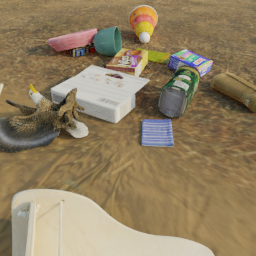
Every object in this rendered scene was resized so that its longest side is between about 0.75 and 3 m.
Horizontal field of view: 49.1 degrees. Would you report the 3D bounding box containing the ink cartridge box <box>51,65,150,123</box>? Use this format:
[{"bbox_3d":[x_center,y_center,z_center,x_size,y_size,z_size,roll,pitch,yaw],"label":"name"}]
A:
[{"bbox_3d":[-0.776,-1.098,8.371,2.264,0.506,1.995,19,39,25],"label":"ink cartridge box"}]

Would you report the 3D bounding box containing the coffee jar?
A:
[{"bbox_3d":[1.496,-1.100,7.962,0.779,0.952,1.826,20,36,15],"label":"coffee jar"}]

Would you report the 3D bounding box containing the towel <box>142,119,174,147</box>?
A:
[{"bbox_3d":[0.732,0.093,6.987,0.778,0.128,1.074,1,35,3],"label":"towel"}]

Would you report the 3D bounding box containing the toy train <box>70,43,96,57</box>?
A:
[{"bbox_3d":[-1.555,-3.354,11.847,1.989,0.339,0.456,-27,54,-34],"label":"toy train"}]

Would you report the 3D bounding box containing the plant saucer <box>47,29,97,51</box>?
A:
[{"bbox_3d":[-2.290,-3.674,11.740,2.101,0.532,2.101,-12,21,5],"label":"plant saucer"}]

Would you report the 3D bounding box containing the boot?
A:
[{"bbox_3d":[3.716,-1.236,8.513,1.605,0.606,1.833,-13,36,-19],"label":"boot"}]

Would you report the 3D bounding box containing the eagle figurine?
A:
[{"bbox_3d":[-2.132,-0.289,6.790,2.087,1.575,1.583,-22,-15,19],"label":"eagle figurine"}]

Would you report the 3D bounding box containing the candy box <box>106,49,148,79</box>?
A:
[{"bbox_3d":[0.002,-2.329,10.165,1.068,0.517,1.830,10,34,14],"label":"candy box"}]

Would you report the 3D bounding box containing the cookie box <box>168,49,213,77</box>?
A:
[{"bbox_3d":[2.240,-2.311,10.065,1.199,0.450,1.025,34,46,27],"label":"cookie box"}]

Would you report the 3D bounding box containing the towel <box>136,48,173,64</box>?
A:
[{"bbox_3d":[1.151,-2.880,11.252,2.141,0.193,0.921,16,37,22],"label":"towel"}]

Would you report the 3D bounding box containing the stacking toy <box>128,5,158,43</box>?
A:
[{"bbox_3d":[0.759,-4.709,13.192,1.434,1.434,1.962,-1,50,-1],"label":"stacking toy"}]

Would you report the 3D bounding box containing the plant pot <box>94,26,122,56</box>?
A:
[{"bbox_3d":[-0.841,-3.485,11.388,0.916,1.141,1.141,-1,34,14],"label":"plant pot"}]

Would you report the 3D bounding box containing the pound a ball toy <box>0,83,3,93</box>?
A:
[{"bbox_3d":[-4.355,-1.081,8.296,1.249,0.814,1.916,17,29,-21],"label":"pound a ball toy"}]

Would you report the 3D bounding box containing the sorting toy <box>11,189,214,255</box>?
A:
[{"bbox_3d":[0.056,2.187,2.915,2.675,1.588,2.972,0,33,-13],"label":"sorting toy"}]
